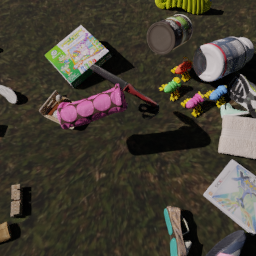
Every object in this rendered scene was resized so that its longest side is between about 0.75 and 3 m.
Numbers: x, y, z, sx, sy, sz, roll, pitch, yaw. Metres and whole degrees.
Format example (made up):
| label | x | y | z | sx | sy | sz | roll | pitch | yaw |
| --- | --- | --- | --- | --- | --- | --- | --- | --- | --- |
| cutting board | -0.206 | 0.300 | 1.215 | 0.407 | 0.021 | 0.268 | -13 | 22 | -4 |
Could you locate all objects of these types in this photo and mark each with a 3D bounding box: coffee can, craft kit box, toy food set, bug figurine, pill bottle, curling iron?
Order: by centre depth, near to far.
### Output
| label | x | y | z | sx | sy | sz | roll | pitch | yaw |
| --- | --- | --- | --- | --- | --- | --- | --- | --- | --- |
| curling iron | -0.076 | -1.250 | 9.631 | 2.924 | 0.374 | 0.725 | 36 | 97 | -18 |
| coffee can | 1.705 | -3.785 | 11.272 | 1.230 | 1.230 | 1.680 | 33 | 44 | 18 |
| toy food set | -2.588 | -0.786 | 11.491 | 1.690 | 0.511 | 1.213 | 24 | 62 | 14 |
| bug figurine | 2.769 | -1.768 | 11.947 | 2.200 | 0.730 | 2.837 | -40 | 67 | -21 |
| pill bottle | 4.196 | -3.074 | 12.106 | 2.579 | 1.542 | 1.542 | -25 | 61 | -31 |
| craft kit box | -2.266 | -3.256 | 12.645 | 2.239 | 0.543 | 2.211 | -42 | 64 | -5 |

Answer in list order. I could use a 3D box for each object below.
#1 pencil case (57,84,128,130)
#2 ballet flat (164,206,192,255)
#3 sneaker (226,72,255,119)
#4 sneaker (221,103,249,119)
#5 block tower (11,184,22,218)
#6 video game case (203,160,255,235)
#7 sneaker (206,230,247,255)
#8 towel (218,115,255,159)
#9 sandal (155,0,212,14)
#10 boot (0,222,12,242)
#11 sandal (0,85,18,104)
| label | x | y | z | sx | sy | sz | roll | pitch | yaw |
| --- | --- | --- | --- | --- | --- | --- | --- | --- | --- |
| pencil case | -1.148 | -0.695 | 9.023 | 2.219 | 1.007 | 1.039 | -16 | 45 | 7 |
| ballet flat | 1.652 | 3.476 | 8.925 | 0.673 | 0.681 | 2.000 | 0 | 60 | -10 |
| sneaker | 5.186 | -1.279 | 11.624 | 1.134 | 1.036 | 2.803 | 0 | 47 | -34 |
| sneaker | 4.375 | -0.756 | 11.501 | 1.128 | 0.415 | 0.666 | -4 | 68 | 1 |
| block tower | -3.839 | 2.519 | 9.675 | 0.313 | 0.292 | 1.083 | -8 | 60 | -3 |
| video game case | 3.994 | 2.351 | 9.811 | 2.011 | 0.221 | 1.833 | 39 | 67 | 20 |
| sneaker | 2.898 | 4.194 | 8.487 | 2.430 | 0.853 | 0.997 | -37 | 79 | -16 |
| towel | 4.621 | 0.397 | 10.496 | 2.278 | 0.393 | 1.509 | 8 | 91 | 6 |
| sandal | 2.979 | -6.899 | 14.779 | 2.920 | 1.160 | 1.271 | 16 | 57 | 7 |
| boot | -4.502 | 3.349 | 9.161 | 1.144 | 0.378 | 1.002 | -21 | 75 | -10 |
| sandal | -5.092 | -1.496 | 12.015 | 1.244 | 0.506 | 0.306 | 35 | 25 | 19 |
